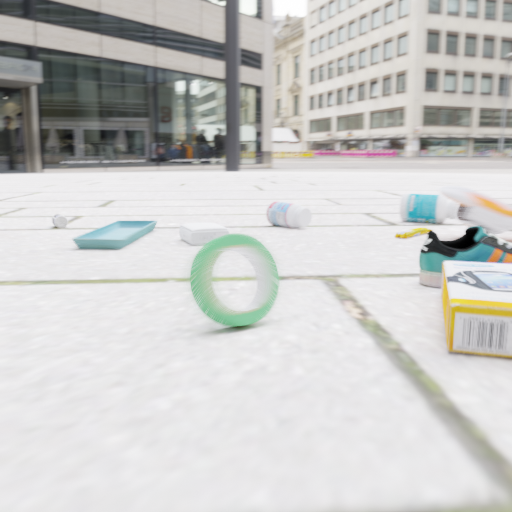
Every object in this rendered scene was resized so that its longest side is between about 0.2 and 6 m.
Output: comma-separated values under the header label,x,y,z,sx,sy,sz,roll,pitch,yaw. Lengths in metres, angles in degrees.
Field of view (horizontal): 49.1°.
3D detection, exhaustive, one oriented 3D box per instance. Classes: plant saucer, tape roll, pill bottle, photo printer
label,x,y,z,sx,sy,sz,roll,pitch,yaw
plant saucer,-2.895,-0.469,11.883,0.981,0.266,2.806,1,10,4
tape roll,-0.220,0.258,5.968,0.980,0.980,0.236,-7,-5,-32
pill bottle,4.458,-1.222,14.503,1.359,0.753,0.753,6,12,27
pill bottle,0.802,-0.994,13.679,0.602,0.602,1.107,-10,15,-41
pill bottle,-4.825,-0.857,13.725,0.319,0.319,0.561,-6,12,-29
photo printer,-1.105,-0.471,11.568,0.848,0.354,1.019,-4,12,-22

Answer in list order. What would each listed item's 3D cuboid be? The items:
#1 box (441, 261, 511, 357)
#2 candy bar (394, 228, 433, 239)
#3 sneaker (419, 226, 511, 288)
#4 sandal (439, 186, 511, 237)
label,x,y,z,sx,sy,sz,roll,pitch,yaw
box,2.850,0.494,6.105,1.542,0.537,2.590,3,9,17
candy bar,3.480,-0.515,12.381,0.328,0.146,1.317,4,11,41
sneaker,3.311,0.010,7.746,2.064,0.825,0.737,0,11,-1
sandal,5.109,-0.647,11.700,2.839,0.813,1.088,24,24,11
